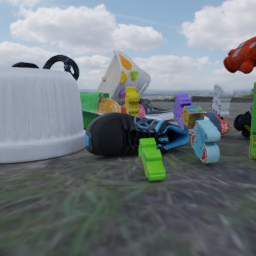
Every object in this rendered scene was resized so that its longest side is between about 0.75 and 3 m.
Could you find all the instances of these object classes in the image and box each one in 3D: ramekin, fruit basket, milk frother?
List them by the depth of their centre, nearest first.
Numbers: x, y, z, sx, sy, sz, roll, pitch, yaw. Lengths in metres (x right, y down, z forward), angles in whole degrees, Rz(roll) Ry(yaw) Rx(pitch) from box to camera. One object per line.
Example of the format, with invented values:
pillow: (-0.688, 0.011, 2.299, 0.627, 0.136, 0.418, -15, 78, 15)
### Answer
ramekin: (-2.195, -0.337, 5.382, 2.785, 1.462, 2.785, 0, 6, 0)
fruit basket: (-0.301, -0.305, 8.071, 2.540, 1.191, 2.353, 16, 8, 3)
milk frother: (-2.940, -1.470, 10.888, 2.696, 2.433, 2.536, -3, 7, 4)

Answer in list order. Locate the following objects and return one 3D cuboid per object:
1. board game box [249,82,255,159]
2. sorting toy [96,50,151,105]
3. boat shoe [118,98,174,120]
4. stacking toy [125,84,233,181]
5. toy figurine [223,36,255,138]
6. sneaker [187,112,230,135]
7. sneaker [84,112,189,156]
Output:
board game box: (2.655, -0.003, 3.447, 0.574, 1.224, 2.409, -1, 6, -22)
sorting toy: (-0.069, -1.876, 13.007, 2.446, 2.717, 1.452, 2, 38, -47)
boat shoe: (0.479, -0.753, 11.294, 2.837, 0.940, 0.992, -1, 7, -8)
stacking toy: (1.054, -0.004, 4.532, 1.992, 0.621, 2.642, -3, 30, -6)
toy figurine: (3.687, -0.988, 6.271, 2.553, 2.513, 1.776, -4, -4, -23)
sneaker: (1.959, -0.141, 7.266, 0.799, 0.709, 1.891, -3, 17, -8)
sneaker: (0.209, 0.098, 4.785, 2.001, 0.733, 0.820, -5, 8, -40)
